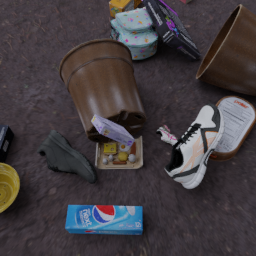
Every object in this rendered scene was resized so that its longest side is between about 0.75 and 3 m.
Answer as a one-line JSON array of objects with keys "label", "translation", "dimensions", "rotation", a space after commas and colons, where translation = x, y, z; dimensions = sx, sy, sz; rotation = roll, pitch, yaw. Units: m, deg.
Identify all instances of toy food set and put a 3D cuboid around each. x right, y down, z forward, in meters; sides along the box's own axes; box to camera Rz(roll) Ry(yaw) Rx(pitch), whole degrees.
[{"label": "toy food set", "translation": [-0.282, 0.757, 9.120], "dimensions": [1.503, 0.454, 1.079], "rotation": [0, 60, 0]}]

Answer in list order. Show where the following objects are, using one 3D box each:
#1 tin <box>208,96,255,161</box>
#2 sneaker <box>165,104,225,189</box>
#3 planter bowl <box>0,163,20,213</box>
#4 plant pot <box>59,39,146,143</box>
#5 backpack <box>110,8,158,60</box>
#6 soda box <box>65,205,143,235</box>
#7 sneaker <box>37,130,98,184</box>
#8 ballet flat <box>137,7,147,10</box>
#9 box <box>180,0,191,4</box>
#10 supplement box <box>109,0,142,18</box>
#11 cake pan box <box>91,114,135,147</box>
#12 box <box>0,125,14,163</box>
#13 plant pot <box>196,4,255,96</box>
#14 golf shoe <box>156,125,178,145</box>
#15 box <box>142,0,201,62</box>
[{"label": "tin", "translation": [3.381, -0.042, 9.584], "dimensions": [1.485, 0.555, 2.652], "rotation": [35, 65, 14]}, {"label": "sneaker", "translation": [1.941, 0.412, 8.119], "dimensions": [1.042, 0.960, 2.605], "rotation": [28, 79, -24]}, {"label": "planter bowl", "translation": [-3.934, 1.902, 8.325], "dimensions": [1.611, 0.671, 1.611], "rotation": [0, 60, 0]}, {"label": "plant pot", "translation": [-0.701, -1.040, 9.061], "dimensions": [2.559, 2.559, 2.534], "rotation": [-15, 65, -9]}, {"label": "backpack", "translation": [0.315, -3.736, 11.213], "dimensions": [1.692, 1.476, 1.925], "rotation": [-17, 66, -16]}, {"label": "soda box", "translation": [-0.633, 2.592, 7.892], "dimensions": [2.088, 0.708, 0.670], "rotation": [0, 59, 1]}, {"label": "sneaker", "translation": [-1.917, 1.078, 8.817], "dimensions": [2.342, 0.889, 1.063], "rotation": [36, 75, 26]}, {"label": "ballet flat", "translation": [0.609, -5.236, 12.663], "dimensions": [1.347, 0.431, 0.509], "rotation": [-16, 60, -9]}, {"label": "box", "translation": [2.656, -6.369, 13.319], "dimensions": [0.514, 0.438, 0.804], "rotation": [-36, 66, -19]}, {"label": "supplement box", "translation": [0.059, -5.946, 12.906], "dimensions": [0.746, 0.772, 2.243], "rotation": [29, 62, 17]}, {"label": "cake pan box", "translation": [-0.354, 0.056, 6.691], "dimensions": [0.242, 0.926, 0.853], "rotation": [-59, 30, 10]}, {"label": "box", "translation": [-4.522, 0.519, 9.152], "dimensions": [1.114, 0.637, 1.224], "rotation": [6, 59, 2]}, {"label": "plant pot", "translation": [4.444, -2.309, 9.874], "dimensions": [2.992, 2.797, 2.797], "rotation": [28, 63, 1]}, {"label": "golf shoe", "translation": [1.360, 0.362, 9.431], "dimensions": [0.462, 0.364, 1.003], "rotation": [-31, 55, -12]}, {"label": "box", "translation": [1.671, -4.143, 11.238], "dimensions": [0.530, 2.099, 2.935], "rotation": [-40, 55, 29]}]
